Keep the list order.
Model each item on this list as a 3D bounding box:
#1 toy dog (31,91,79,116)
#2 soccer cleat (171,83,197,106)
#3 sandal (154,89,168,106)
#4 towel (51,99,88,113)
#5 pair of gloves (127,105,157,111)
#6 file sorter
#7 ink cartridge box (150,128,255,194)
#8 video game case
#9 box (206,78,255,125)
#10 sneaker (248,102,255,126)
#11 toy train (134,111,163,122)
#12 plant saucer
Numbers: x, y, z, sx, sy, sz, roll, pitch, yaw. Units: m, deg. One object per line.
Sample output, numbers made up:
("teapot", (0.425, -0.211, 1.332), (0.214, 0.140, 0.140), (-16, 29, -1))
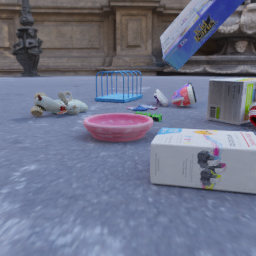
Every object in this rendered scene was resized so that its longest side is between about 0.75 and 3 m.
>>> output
("toy dog", (-2.739, -0.941, 10.445), (1.785, 1.177, 0.860), (-13, -20, -23))
("soccer cleat", (2.677, -1.595, 13.642), (1.086, 1.012, 2.967), (-13, 9, 12))
("sandal", (1.536, -1.424, 13.646), (0.498, 0.824, 2.025), (-39, 6, 13))
("towel", (-2.615, -0.941, 11.828), (1.458, 0.410, 1.703), (-6, 14, -21))
("pair of gloves", (0.648, -0.892, 12.216), (1.026, 0.145, 1.276), (12, 18, 43))
("file sorter", (-0.465, -2.340, 15.414), (1.765, 1.560, 2.544), (5, 14, 24))
("ink cartridge box", (1.538, 0.496, 4.766), (2.143, 0.727, 1.234), (3, 13, 14))
("video game case", (1.965, -3.034, 7.718), (0.583, 2.564, 2.324), (36, 28, -16))
("box", (4.099, -1.039, 9.942), (2.542, 1.430, 1.288), (-9, 16, -38))
("sneaker", (4.505, -0.146, 8.339), (1.817, 0.712, 1.050), (12, 39, 21))
("toy train", (0.675, -0.398, 9.869), (1.166, 0.243, 0.329), (8, 26, 33))
("plant saucer", (-0.260, -0.029, 7.652), (1.887, 0.478, 1.887), (-1, 13, 0))
